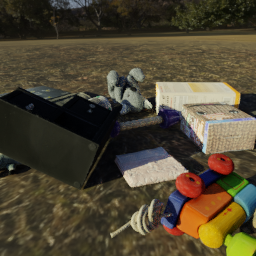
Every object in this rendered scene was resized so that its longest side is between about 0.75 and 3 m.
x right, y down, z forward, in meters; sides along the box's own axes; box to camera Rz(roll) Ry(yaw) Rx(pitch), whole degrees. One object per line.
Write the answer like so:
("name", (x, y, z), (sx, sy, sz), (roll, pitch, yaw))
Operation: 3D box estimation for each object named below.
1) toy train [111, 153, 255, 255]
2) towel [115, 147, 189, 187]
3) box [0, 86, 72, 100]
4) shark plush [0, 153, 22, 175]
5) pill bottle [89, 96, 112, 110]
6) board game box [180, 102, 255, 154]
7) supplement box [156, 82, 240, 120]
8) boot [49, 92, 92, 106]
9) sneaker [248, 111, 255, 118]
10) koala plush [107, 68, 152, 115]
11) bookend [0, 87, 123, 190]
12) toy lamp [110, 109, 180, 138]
("toy train", (1.308, 1.619, 4.509), (2.846, 1.205, 1.647), (-20, 43, -40))
("towel", (0.548, 0.956, 7.144), (1.503, 0.242, 1.435), (-8, 24, -18))
("box", (-3.826, -1.180, 11.778), (1.884, 0.610, 2.389), (16, 24, 31))
("shark plush", (-3.047, 0.810, 7.024), (0.820, 0.895, 1.969), (43, 31, 15))
("pill bottle", (-1.399, -0.522, 9.882), (0.919, 0.919, 1.625), (14, 25, 31))
("board game box", (2.734, -0.084, 8.760), (1.548, 0.940, 1.941), (-5, 22, -12))
("supplement box", (2.607, -1.095, 11.073), (2.950, 1.085, 1.859), (1, 22, 3))
("boot", (-2.996, -0.839, 10.548), (2.585, 1.032, 2.843), (25, 37, 20))
("sneaker", (4.964, -0.223, 9.407), (2.605, 0.989, 1.182), (1, 11, -16))
("koala plush", (0.110, -1.277, 11.489), (1.613, 1.671, 1.819), (-13, 46, -21))
("bookend", (-1.860, -0.209, 7.309), (2.824, 1.309, 2.842), (25, 24, 0))
("toy lamp", (0.582, -0.208, 9.427), (2.497, 0.727, 0.727), (-8, 23, -22))
